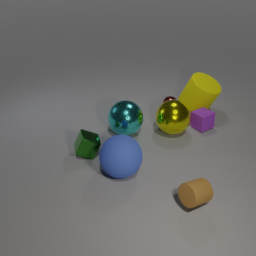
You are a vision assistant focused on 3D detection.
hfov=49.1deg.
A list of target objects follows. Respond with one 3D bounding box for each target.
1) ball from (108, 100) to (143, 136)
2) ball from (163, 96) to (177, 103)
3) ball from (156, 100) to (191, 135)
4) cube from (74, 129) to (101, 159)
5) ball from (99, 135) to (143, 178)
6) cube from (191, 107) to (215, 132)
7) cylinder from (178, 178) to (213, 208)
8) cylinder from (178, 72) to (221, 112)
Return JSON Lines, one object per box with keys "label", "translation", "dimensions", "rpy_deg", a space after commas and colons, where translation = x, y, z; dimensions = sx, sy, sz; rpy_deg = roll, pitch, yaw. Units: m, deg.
{"label": "ball", "translation": [-0.096, -0.393, 11.046], "dimensions": [1.400, 1.400, 1.400], "rpy_deg": [0, 32, 0]}
{"label": "ball", "translation": [1.945, -1.125, 12.938], "dimensions": [0.700, 0.700, 0.700], "rpy_deg": [0, 32, 0]}
{"label": "ball", "translation": [1.799, -0.429, 11.147], "dimensions": [1.400, 1.400, 1.400], "rpy_deg": [0, 32, 0]}
{"label": "cube", "translation": [-1.458, 0.577, 10.007], "dimensions": [0.700, 0.700, 0.700], "rpy_deg": [18, 25, -24]}
{"label": "ball", "translation": [-0.229, 0.913, 9.031], "dimensions": [1.400, 1.400, 1.400], "rpy_deg": [0, 32, 0]}
{"label": "cube", "translation": [3.109, -0.353, 11.648], "dimensions": [0.700, 0.700, 0.700], "rpy_deg": [-20, 33, -25]}
{"label": "cylinder", "translation": [1.886, 1.805, 7.822], "dimensions": [0.700, 0.700, 0.700], "rpy_deg": [-8, 31, -34]}
{"label": "cylinder", "translation": [3.138, -1.477, 12.363], "dimensions": [1.400, 1.400, 1.400], "rpy_deg": [14, 44, -14]}
